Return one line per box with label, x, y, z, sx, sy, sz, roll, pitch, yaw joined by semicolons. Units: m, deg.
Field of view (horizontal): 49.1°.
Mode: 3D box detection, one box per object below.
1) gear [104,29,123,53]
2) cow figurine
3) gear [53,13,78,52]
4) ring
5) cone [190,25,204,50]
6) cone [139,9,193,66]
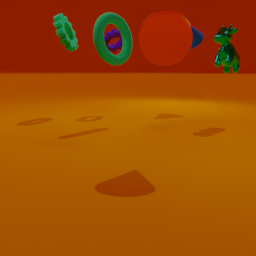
gear;-0.543;-3.380;10.908;1.075;0.199;1.075;-21;-23;-9
cow figurine;3.118;-2.459;8.734;0.696;1.248;1.268;7;-9;45
gear;-2.302;-3.546;10.439;0.248;1.341;1.341;-17;9;13
ring;-0.440;-2.732;8.640;0.316;1.580;1.580;2;10;42
cone;2.311;-3.963;11.339;1.163;1.167;1.163;-21;43;21
cone;0.767;-1.738;5.293;0.942;0.942;0.946;3;24;15
